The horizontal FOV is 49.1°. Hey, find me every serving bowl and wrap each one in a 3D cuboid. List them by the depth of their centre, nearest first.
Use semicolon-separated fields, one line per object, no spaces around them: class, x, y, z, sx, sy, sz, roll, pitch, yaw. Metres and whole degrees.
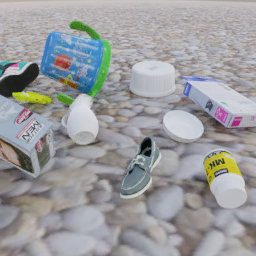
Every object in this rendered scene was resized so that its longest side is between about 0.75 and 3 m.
serving bowl;1.322;0.012;6.924;1.013;0.333;1.013;8;43;-7

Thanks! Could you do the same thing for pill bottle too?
pill bottle;1.774;0.914;5.164;0.600;0.600;1.050;1;32;1

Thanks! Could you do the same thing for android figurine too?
android figurine;-2.901;-0.927;8.504;1.135;0.233;1.033;7;12;-23

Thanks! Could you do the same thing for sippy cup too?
sippy cup;-1.700;-2.079;8.715;1.802;1.931;2.459;14;34;-25

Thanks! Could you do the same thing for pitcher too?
pitcher;-1.236;-0.113;6.905;0.734;1.039;1.211;33;30;-39

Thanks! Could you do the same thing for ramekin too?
ramekin;0.861;-1.745;9.710;1.616;0.788;1.616;0;32;0

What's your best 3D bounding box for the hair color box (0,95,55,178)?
hair color box;-2.640;-0.075;5.469;2.384;1.180;0.723;27;56;7

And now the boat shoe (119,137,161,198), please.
boat shoe;0.204;0.705;5.353;0.585;0.496;1.605;-6;23;28

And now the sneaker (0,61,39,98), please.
sneaker;-4.187;-1.741;9.691;1.256;0.870;2.080;7;35;21

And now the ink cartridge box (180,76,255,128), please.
ink cartridge box;2.630;-0.815;8.027;1.449;0.509;2.428;-2;34;-27
